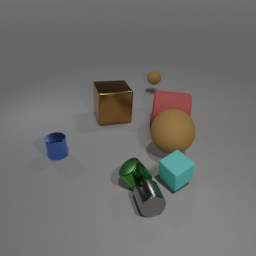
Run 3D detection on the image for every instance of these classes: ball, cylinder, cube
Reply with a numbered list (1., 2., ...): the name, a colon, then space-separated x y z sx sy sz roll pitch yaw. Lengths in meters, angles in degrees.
1. ball: 1.309 -2.509 14.006 0.700 0.700 0.700 0 30 0
2. cylinder: -2.429 0.616 9.519 0.700 0.700 0.700 -1 32 0
3. cylinder: 1.687 -0.738 11.068 1.400 1.400 1.400 6 30 3
4. cylinder: 0.565 1.846 7.396 0.700 0.700 0.700 -7 30 -12
5. cube: -0.658 -1.098 11.773 1.400 1.400 1.400 -5 30 -14
6. cylinder: 0.213 1.319 7.974 0.700 0.700 0.700 -34 24 18
7. cube: 1.363 1.189 7.905 0.700 0.700 0.700 -28 47 -24
8. ball: 1.404 0.108 8.792 1.400 1.400 1.400 0 30 0
